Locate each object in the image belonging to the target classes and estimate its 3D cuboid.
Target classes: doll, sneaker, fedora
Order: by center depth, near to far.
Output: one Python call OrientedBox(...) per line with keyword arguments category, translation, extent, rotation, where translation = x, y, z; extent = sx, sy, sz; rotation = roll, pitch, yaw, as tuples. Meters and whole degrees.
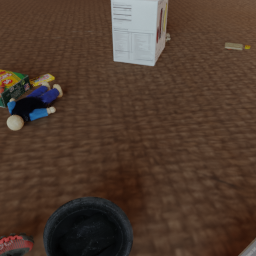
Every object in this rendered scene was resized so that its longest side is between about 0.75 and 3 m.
OrientedBox(category="sneaker", translation=(-2.440, 2.455, 5.022), extent=(1.553, 0.549, 0.759), rotation=(-17, 40, -18))
OrientedBox(category="fedora", translation=(-0.703, 1.946, 5.247), extent=(1.654, 1.654, 0.755), rotation=(3, 5, 4))
OrientedBox(category="doll", translation=(-3.084, -0.743, 9.229), extent=(1.627, 0.578, 2.384), rotation=(15, 40, 14))

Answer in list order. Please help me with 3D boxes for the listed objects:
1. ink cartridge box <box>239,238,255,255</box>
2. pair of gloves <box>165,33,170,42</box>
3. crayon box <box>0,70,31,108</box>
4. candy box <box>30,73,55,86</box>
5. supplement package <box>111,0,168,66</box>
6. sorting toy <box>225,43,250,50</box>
OrientedBox(category="ink cartridge box", translation=(2.166, 2.866, 4.283), extent=(1.838, 0.771, 1.613), rotation=(-25, 44, -29))
OrientedBox(category="pair of gloves", translation=(1.745, -4.911, 15.054), extent=(1.056, 0.218, 1.242), rotation=(2, 36, 4))
OrientedBox(category="crayon box", translation=(-5.069, -1.576, 10.311), extent=(2.417, 0.614, 1.534), rotation=(12, 39, 16))
OrientedBox(category="candy box", translation=(-3.443, -1.925, 11.178), extent=(0.909, 0.120, 0.465), rotation=(-30, 48, -33))
OrientedBox(category="supplement package", translation=(0.607, -4.649, 12.641), extent=(1.975, 2.685, 2.568), rotation=(10, 39, 14))
OrientedBox(category="sorting toy", translation=(5.448, -4.022, 13.949), extent=(1.204, 0.161, 0.897), rotation=(12, 34, 15))
